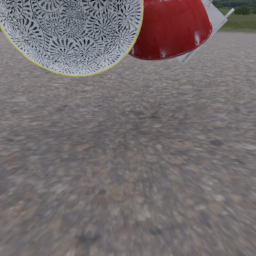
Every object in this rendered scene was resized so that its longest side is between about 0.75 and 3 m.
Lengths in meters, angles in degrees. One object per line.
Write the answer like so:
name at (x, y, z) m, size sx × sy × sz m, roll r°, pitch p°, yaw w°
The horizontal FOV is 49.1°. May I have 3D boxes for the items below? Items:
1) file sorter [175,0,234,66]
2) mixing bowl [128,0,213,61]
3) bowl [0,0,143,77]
file sorter at (1.445, -3.761, 8.682) m, size 2.935 × 2.036 × 1.827 m, roll 45°, pitch 12°, yaw 0°
mixing bowl at (0.835, -2.759, 6.694) m, size 2.251 × 1.219 × 2.251 m, roll -10°, pitch 43°, yaw 10°
bowl at (-1.223, -2.420, 5.680) m, size 2.813 × 2.813 × 1.320 m, roll -9°, pitch 9°, yaw -20°
